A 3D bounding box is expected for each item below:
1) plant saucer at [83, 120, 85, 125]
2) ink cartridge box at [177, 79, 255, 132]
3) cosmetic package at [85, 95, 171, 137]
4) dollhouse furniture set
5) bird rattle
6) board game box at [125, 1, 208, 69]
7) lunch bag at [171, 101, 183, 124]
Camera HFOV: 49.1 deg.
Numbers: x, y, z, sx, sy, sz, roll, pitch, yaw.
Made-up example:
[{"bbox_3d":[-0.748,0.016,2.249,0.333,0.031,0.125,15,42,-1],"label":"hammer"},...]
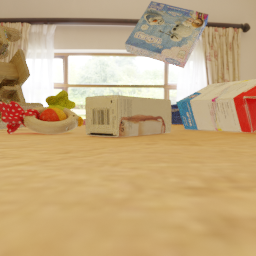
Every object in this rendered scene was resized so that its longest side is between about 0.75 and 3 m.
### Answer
[{"bbox_3d":[-1.698,-0.236,11.532,0.832,0.211,0.832,1,3,0],"label":"plant saucer"},{"bbox_3d":[2.563,-0.554,6.599,1.428,0.827,2.458,-27,17,-29],"label":"ink cartridge box"},{"bbox_3d":[0.059,-0.223,5.302,0.843,0.711,1.631,1,3,41],"label":"cosmetic package"},{"bbox_3d":[-3.262,-1.073,7.894,2.624,2.300,1.743,-33,-18,38],"label":"dollhouse furniture set"},{"bbox_3d":[-1.680,-0.259,5.706,1.333,0.921,1.635,22,19,37],"label":"bird rattle"},{"bbox_3d":[1.374,-3.368,9.920,2.235,2.224,0.485,21,-20,19],"label":"board game box"},{"bbox_3d":[2.506,-0.676,12.192,1.548,1.024,1.052,1,2,11],"label":"lunch bag"}]
